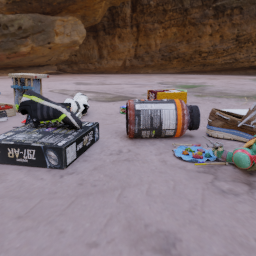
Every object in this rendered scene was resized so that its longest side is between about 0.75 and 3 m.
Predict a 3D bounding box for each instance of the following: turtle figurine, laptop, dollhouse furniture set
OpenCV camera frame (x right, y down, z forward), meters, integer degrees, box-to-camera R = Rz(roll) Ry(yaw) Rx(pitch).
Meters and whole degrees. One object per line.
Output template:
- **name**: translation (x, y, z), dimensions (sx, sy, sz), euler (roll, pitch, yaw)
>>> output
- **turtle figurine**: translation (3.017, 0.381, 6.796), dimensions (2.769, 1.394, 2.073), euler (-11, -23, -42)
- **laptop**: translation (-3.226, -0.522, 10.795), dimensions (1.742, 1.015, 1.966), euler (1, 54, 0)
- **dollhouse furniture set**: translation (-5.347, -1.567, 13.301), dimensions (1.900, 1.911, 2.712), euler (8, 15, 29)

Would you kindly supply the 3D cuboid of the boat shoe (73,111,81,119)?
- **boat shoe**: translation (-2.078, -0.314, 10.348), dimensions (0.518, 0.649, 1.717), euler (23, -10, -7)

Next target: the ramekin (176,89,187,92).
- **ramekin**: translation (2.640, -1.828, 16.638), dimensions (1.679, 0.820, 1.679), euler (0, 14, 0)

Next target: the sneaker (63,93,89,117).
- **sneaker**: translation (-2.327, -1.038, 13.701), dimensions (1.049, 0.967, 2.623), euler (15, 20, 4)

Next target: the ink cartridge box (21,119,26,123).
- **ink cartridge box**: translation (-3.674, -0.562, 12.058), dimensions (1.623, 0.546, 0.943), euler (0, 16, 0)

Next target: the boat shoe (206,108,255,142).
- **boat shoe**: translation (4.066, -0.110, 9.131), dimensions (2.983, 1.080, 1.078), euler (7, 15, 25)

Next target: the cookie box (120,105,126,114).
- **cookie box**: translation (0.187, -0.905, 13.874), dimensions (0.945, 0.355, 0.808), euler (7, 15, 26)

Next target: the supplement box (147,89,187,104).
- **supplement box**: translation (1.959, -1.388, 14.364), dimensions (1.562, 1.051, 1.583), euler (-4, 14, -15)

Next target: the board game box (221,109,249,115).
- **board game box**: translation (5.175, -0.590, 12.851), dimensions (1.844, 0.239, 1.844), euler (0, 14, -2)

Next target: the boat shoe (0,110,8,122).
- **boat shoe**: translation (-5.972, -0.499, 11.841), dimensions (1.637, 0.542, 0.572), euler (-6, 15, -23)

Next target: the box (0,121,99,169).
- **box**: translation (-2.317, 0.344, 8.267), dimensions (2.242, 0.609, 2.799), euler (3, 14, 11)

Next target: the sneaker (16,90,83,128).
- **sneaker**: translation (-2.403, -0.335, 8.478), dimensions (2.230, 0.923, 0.800), euler (26, -11, 18)

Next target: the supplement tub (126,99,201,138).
- **supplement tub**: translation (1.167, -0.333, 9.604), dimensions (2.462, 1.317, 1.317), euler (-1, 14, -4)

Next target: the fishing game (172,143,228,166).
- **fishing game**: translation (1.880, 0.650, 7.804), dimensions (1.277, 0.277, 1.784), euler (1, 13, -7)
